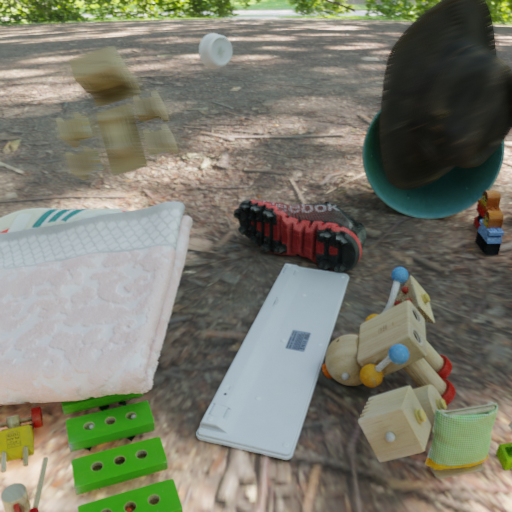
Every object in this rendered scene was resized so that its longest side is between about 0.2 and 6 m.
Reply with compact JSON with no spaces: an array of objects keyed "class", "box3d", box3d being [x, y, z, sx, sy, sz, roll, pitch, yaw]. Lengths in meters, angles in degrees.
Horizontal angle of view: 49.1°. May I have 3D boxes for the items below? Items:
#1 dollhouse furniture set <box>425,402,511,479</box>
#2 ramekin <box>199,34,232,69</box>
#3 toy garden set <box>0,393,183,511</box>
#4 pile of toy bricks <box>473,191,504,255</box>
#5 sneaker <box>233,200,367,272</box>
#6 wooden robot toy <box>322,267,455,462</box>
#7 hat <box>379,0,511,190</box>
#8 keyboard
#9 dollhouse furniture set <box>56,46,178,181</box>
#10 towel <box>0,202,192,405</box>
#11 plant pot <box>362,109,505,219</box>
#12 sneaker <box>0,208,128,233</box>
[{"class":"dollhouse furniture set","box3d":[2.860,2.145,6.144,1.844,0.922,0.712,-5,30,-11]},{"class":"ramekin","box3d":[-0.782,-4.109,11.253,0.690,0.690,0.322,-22,29,-34]},{"class":"toy garden set","box3d":[-2.020,2.348,6.311,1.865,0.446,2.237,-9,31,-20]},{"class":"pile of toy bricks","box3d":[5.496,-0.718,10.281,2.096,1.865,3.778,-1,29,-1]},{"class":"sneaker","box3d":[0.915,-0.555,10.921,2.754,0.974,1.346,19,34,27]},{"class":"wooden robot toy","box3d":[1.621,1.524,7.412,1.515,1.471,3.339,-27,19,27]},{"class":"hat","box3d":[3.442,-2.433,9.168,3.341,3.341,1.348,-20,39,-31]},{"class":"keyboard","box3d":[0.470,1.281,8.479,1.219,0.231,4.330,13,32,12]},{"class":"dollhouse furniture set","box3d":[-2.266,-2.222,9.194,1.615,1.842,1.224,-16,-6,1]},{"class":"towel","box3d":[-2.914,0.605,8.038,3.697,0.596,3.531,-8,39,12]},{"class":"plant pot","box3d":[3.974,-2.587,12.788,2.874,2.874,2.306,7,25,13]},{"class":"sneaker","box3d":[-3.514,-0.384,10.144,2.987,1.052,1.397,-6,5,-17]}]
